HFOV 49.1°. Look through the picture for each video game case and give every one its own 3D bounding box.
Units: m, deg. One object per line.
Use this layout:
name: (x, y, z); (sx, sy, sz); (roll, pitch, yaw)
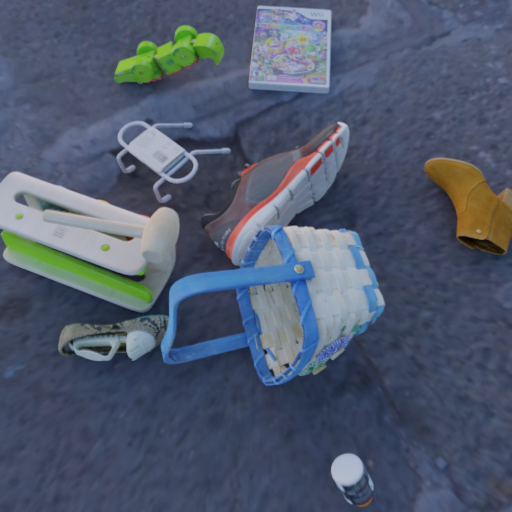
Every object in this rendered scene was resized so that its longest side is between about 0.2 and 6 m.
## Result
video game case: (0.709, -4.171, 11.243); (1.552, 0.195, 2.167); (4, 63, 2)

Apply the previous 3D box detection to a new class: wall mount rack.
wall mount rack: (-1.446, -1.794, 9.703); (1.609, 0.690, 1.851); (-43, 61, -16)

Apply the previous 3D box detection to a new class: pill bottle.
pill bottle: (1.261, 2.909, 7.168); (0.419, 0.789, 0.419); (-16, 38, 13)

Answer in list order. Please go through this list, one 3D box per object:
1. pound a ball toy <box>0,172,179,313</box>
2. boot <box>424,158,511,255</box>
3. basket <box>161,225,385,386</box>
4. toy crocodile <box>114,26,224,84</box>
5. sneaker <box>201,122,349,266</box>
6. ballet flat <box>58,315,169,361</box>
pound a ball toy: (-2.402, -0.461, 8.298); (3.101, 2.022, 1.317); (19, 57, 10)
boot: (3.467, -0.820, 9.272); (1.753, 0.617, 1.255); (26, 63, 7)
basket: (0.137, 0.708, 7.501); (2.744, 2.420, 1.909); (-6, 64, -15)
toy crocodile: (-1.687, -3.700, 10.587); (2.212, 0.683, 0.747); (-13, 50, 18)
sneaker: (0.305, -1.297, 9.255); (1.287, 1.211, 3.144); (35, 67, 23)
ballet flat: (-2.038, 1.270, 8.193); (1.724, 0.585, 0.649); (-4, 33, 0)
